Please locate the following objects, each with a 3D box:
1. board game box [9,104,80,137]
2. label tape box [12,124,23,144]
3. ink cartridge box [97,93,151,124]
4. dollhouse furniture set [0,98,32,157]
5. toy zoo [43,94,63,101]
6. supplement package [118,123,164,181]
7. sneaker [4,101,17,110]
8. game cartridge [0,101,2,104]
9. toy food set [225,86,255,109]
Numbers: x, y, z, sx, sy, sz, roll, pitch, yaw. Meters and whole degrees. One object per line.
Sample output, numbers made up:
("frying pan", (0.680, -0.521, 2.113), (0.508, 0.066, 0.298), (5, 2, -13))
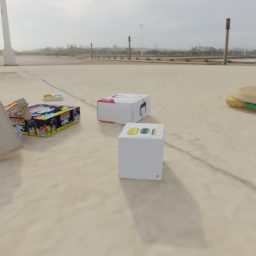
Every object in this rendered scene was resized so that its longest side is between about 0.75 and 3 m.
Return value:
("board game box", (-2.631, -0.307, 8.658), (1.611, 0.553, 1.949), (6, 16, 17))
("label tape box", (-3.343, 0.230, 7.032), (1.177, 0.389, 0.843), (-8, 17, -30))
("ink cartridge box", (-0.105, -0.710, 9.733), (1.305, 0.757, 1.768), (6, 18, 22))
("dollhouse furniture set", (-3.202, 0.121, 6.829), (1.840, 1.054, 2.158), (-24, 8, -20))
("toy zoo", (-3.713, -1.535, 13.855), (0.926, 0.144, 1.412), (-5, 16, -16))
("supplement package", (0.290, 0.421, 5.525), (0.816, 0.810, 1.075), (2, 16, 8))
("sneaker", (-3.916, -0.509, 9.120), (0.766, 0.725, 1.987), (-2, 13, 11))
("game cartridge", (-5.002, -0.800, 9.974), (0.244, 0.783, 1.176), (-29, 2, 24))
("toy food set", (5.651, -1.176, 11.390), (2.744, 0.667, 2.716), (-9, 21, -22))
